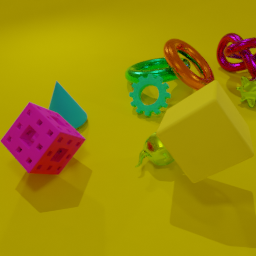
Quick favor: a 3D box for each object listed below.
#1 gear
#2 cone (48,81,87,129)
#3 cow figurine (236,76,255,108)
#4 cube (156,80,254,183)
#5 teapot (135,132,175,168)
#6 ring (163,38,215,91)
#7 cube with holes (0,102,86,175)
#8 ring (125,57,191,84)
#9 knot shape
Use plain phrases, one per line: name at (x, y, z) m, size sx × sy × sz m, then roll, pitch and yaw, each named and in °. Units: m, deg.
gear at (0.590, -0.893, 7.653) m, size 1.116 × 1.116 × 0.206 m, roll 21°, pitch 3°, yaw 23°
cone at (-1.697, -0.685, 7.162) m, size 1.132 × 1.136 × 1.132 m, roll -4°, pitch 34°, yaw 3°
cow figurine at (3.970, -1.191, 7.584) m, size 1.683 × 0.939 × 1.710 m, roll -19°, pitch 4°, yaw -2°
cube at (1.404, 0.044, 5.111) m, size 1.173 × 1.173 × 1.173 m, roll -33°, pitch 11°, yaw 28°
teapot at (0.724, 0.500, 6.133) m, size 1.314 × 0.817 × 0.643 m, roll -20°, pitch 41°, yaw 1°
ring at (1.811, -1.864, 8.243) m, size 1.914 × 0.383 × 1.914 m, roll 25°, pitch 43°, yaw -26°
cube with holes at (-1.725, 0.254, 5.805) m, size 0.993 × 0.993 × 0.993 m, roll 40°, pitch 95°, yaw 22°
ring at (0.909, -1.813, 8.749) m, size 2.056 × 0.411 × 2.056 m, roll -9°, pitch 24°, yaw 4°
knot shape at (3.608, -2.345, 9.032) m, size 0.912 × 1.973 × 1.846 m, roll -53°, pitch 44°, yaw 1°
